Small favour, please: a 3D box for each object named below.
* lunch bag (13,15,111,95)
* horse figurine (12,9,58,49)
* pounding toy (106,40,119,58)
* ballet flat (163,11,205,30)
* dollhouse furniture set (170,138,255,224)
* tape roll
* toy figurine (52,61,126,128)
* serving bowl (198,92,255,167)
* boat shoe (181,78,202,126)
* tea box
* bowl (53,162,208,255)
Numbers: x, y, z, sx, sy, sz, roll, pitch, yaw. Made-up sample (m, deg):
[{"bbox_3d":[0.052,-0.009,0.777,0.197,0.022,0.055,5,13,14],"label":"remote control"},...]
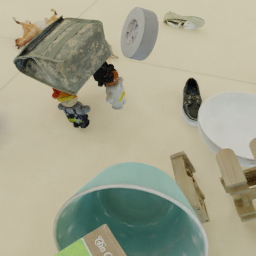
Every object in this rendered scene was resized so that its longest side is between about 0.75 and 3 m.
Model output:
[{"bbox_3d":[-1.924,-2.146,7.802,2.242,1.318,1.839,18,57,28],"label":"lunch bag"},{"bbox_3d":[-3.873,-4.584,12.583,2.824,0.705,1.872,-19,52,-20],"label":"horse figurine"},{"bbox_3d":[-0.906,-3.103,11.372,0.790,0.562,0.727,-23,49,-7],"label":"pounding toy"},{"bbox_3d":[2.572,-4.888,13.078,2.006,0.677,0.625,23,78,25],"label":"ballet flat"},{"bbox_3d":[2.247,1.093,6.355,2.193,1.922,1.457,-22,45,17],"label":"dollhouse furniture set"},{"bbox_3d":[0.301,-2.724,8.169,0.477,1.444,1.444,4,42,-27],"label":"tape roll"},{"bbox_3d":[-1.282,-1.324,8.580,2.207,1.535,2.173,-25,45,-8],"label":"toy figurine"},{"bbox_3d":[3.248,0.104,7.970,2.640,0.868,2.640,0,47,0],"label":"serving bowl"},{"bbox_3d":[2.081,-0.900,9.153,0.670,0.553,1.954,2,46,2],"label":"boat shoe"},{"bbox_3d":[-0.833,3.173,3.593,2.733,2.778,1.856,-29,52,-19],"label":"tea box"},{"bbox_3d":[0.093,1.732,5.447,2.716,2.716,1.421,6,30,6],"label":"bowl"}]
